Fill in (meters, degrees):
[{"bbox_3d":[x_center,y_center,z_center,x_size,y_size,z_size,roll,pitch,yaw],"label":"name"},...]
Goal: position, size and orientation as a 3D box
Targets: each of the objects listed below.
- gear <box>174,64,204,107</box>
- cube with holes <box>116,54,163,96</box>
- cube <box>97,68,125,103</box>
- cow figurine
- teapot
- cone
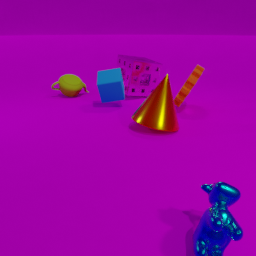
[{"bbox_3d":[2.100,-1.466,9.829,0.290,1.569,1.569,33,26,4],"label":"gear"},{"bbox_3d":[0.378,-2.219,11.859,1.389,1.389,1.389,-2,24,-30],"label":"cube with holes"},{"bbox_3d":[-0.618,-1.552,10.239,0.862,0.862,0.862,-8,44,4],"label":"cube"},{"bbox_3d":[1.180,1.222,3.783,0.533,0.971,0.955,25,12,-1],"label":"cow figurine"},{"bbox_3d":[-2.400,-1.744,11.900,1.675,0.820,1.041,-1,44,-27],"label":"teapot"},{"bbox_3d":[0.958,-0.841,8.067,1.462,1.467,1.462,12,17,-4],"label":"cone"}]
